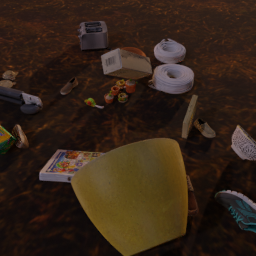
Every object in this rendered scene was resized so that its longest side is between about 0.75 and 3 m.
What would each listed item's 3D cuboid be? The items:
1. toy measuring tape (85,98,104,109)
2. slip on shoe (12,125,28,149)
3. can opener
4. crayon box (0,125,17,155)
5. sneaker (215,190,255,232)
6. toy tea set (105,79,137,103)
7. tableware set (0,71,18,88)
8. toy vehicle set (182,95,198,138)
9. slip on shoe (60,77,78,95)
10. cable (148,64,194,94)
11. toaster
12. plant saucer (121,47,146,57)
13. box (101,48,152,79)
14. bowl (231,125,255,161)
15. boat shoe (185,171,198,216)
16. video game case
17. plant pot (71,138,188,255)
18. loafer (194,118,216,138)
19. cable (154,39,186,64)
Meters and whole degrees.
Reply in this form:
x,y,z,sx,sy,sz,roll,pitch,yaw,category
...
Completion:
x,y,z,sx,sy,sz,roll,pitch,yaw,category
-1.413,-1.044,11.621,0.872,0.321,0.321,17,46,17,toy measuring tape
-3.891,0.324,10.151,0.448,0.357,1.177,-52,46,8,slip on shoe
-4.563,-1.146,11.504,2.302,0.614,0.770,15,45,17,can opener
-4.583,0.353,9.924,1.191,0.347,0.707,31,77,29,crayon box
3.202,2.394,7.758,1.769,0.686,0.807,25,53,26,sneaker
-0.325,-1.665,12.034,1.004,0.625,1.688,18,46,18,toy tea set
-6.067,-2.204,12.909,1.939,0.225,1.620,1,45,0,tableware set
2.238,-0.418,10.144,0.185,0.867,1.395,15,54,17,toy vehicle set
-2.625,-1.884,12.483,0.412,0.328,1.083,24,48,23,slip on shoe
2.042,-2.264,12.649,1.860,0.644,1.860,26,49,25,cable
-1.819,-4.988,15.250,1.744,1.035,1.577,-6,45,-7,toaster
0.068,-3.702,14.412,1.747,0.327,1.747,1,43,0,plant saucer
0.005,-2.621,11.735,0.969,0.806,2.357,-12,-3,33,box
3.938,0.625,9.420,0.661,1.408,1.408,-44,43,18,bowl
1.566,1.724,8.412,0.720,0.682,1.901,-12,45,-12,boat shoe
-0.926,1.168,8.433,2.869,0.258,2.054,5,14,-1,video game case
0.295,1.893,7.006,2.968,2.968,2.107,-14,66,-15,plant pot
2.867,-0.014,10.495,0.384,0.347,1.015,-26,49,-25,loafer
2.141,-3.916,14.468,1.631,0.565,1.631,33,53,28,cable
